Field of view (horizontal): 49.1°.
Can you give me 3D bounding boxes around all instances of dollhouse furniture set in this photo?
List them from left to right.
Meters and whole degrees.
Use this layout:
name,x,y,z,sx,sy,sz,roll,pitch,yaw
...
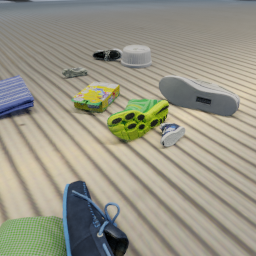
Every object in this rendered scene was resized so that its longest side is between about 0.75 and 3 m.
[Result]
name,x,y,z,sx,sy,sz,roll,pitch,yaw
dollhouse furniture set,-2.247,1.776,4.194,2.680,1.345,1.755,-3,30,-5

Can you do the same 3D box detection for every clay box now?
name,x,y,z,sx,sy,sz,roll,pitch,yaw
clay box,-1.130,-1.105,10.032,1.100,0.456,1.915,10,32,17

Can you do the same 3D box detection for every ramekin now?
name,x,y,z,sx,sy,sz,roll,pitch,yaw
ramekin,0.426,-3.612,13.997,1.548,0.813,1.548,0,30,0

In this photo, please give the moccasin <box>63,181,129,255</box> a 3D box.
name,x,y,z,sx,sy,sz,roll,pitch,yaw
moccasin,-0.392,1.939,4.367,0.930,1.097,2.727,-18,46,-6

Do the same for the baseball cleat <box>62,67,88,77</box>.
name,x,y,z,sx,sy,sz,roll,pitch,yaw
baseball cleat,-2.422,-2.520,12.614,1.182,0.412,0.629,-3,23,-25

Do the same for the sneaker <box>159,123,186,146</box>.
name,x,y,z,sx,sy,sz,roll,pitch,yaw
sneaker,1.082,0.160,8.000,0.989,0.398,0.724,-29,31,-33

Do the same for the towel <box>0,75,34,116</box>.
name,x,y,z,sx,sy,sz,roll,pitch,yaw
towel,-4.515,-1.100,10.010,1.937,0.319,2.676,-22,36,-18

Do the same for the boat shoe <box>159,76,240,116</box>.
name,x,y,z,sx,sy,sz,roll,pitch,yaw
boat shoe,2.481,-1.241,9.767,2.817,1.014,0.926,17,30,24

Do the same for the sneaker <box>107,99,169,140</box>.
name,x,y,z,sx,sy,sz,roll,pitch,yaw
sneaker,0.231,-0.322,8.403,1.026,0.910,2.456,19,27,38

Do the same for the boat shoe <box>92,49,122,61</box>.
name,x,y,z,sx,sy,sz,roll,pitch,yaw
boat shoe,-1.077,-3.799,14.513,1.611,0.595,0.550,12,28,20
